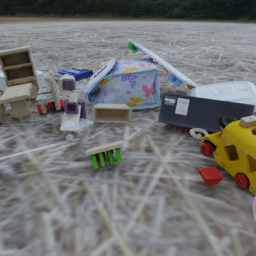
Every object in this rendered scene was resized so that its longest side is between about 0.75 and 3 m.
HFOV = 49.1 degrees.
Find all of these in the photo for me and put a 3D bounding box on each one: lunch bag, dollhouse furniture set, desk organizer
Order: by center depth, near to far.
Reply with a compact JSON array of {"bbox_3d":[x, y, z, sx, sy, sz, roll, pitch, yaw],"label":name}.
[{"bbox_3d":[-0.973,-0.455,8.554,2.249,1.782,1.596,2,41,-3],"label":"dollhouse furniture set"},{"bbox_3d":[2.388,-0.430,8.615,2.658,0.953,1.023,11,8,23],"label":"desk organizer"},{"bbox_3d":[-3.938,-1.663,9.928,2.578,1.954,2.941,-14,24,-10],"label":"dollhouse furniture set"},{"bbox_3d":[-0.226,-1.774,10.838,2.771,1.762,2.350,-6,23,4],"label":"lunch bag"}]

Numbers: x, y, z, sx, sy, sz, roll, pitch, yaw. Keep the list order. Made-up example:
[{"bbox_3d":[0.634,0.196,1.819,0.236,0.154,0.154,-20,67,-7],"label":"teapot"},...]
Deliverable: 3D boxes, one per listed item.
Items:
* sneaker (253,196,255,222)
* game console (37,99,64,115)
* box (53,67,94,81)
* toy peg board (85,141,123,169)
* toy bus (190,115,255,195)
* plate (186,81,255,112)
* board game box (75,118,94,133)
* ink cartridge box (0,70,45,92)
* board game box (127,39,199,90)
[{"bbox_3d":[2.741,1.499,4.610,0.852,1.184,2.265,2,24,8],"label":"sneaker"},{"bbox_3d":[-2.847,-0.791,10.624,0.921,0.634,1.068,22,14,-31],"label":"game console"},{"bbox_3d":[-2.767,-2.813,14.593,1.287,0.344,2.125,17,29,32],"label":"box"},{"bbox_3d":[-0.538,0.673,7.063,0.922,0.451,0.919,-14,2,0],"label":"toy peg board"},{"bbox_3d":[2.735,0.352,6.623,2.449,1.266,2.311,14,33,10],"label":"toy bus"},{"bbox_3d":[3.580,-1.192,10.516,2.748,0.444,2.742,-5,24,14],"label":"plate"},{"bbox_3d":[-1.565,-0.085,9.101,0.525,0.134,0.781,16,30,29],"label":"board game box"},{"bbox_3d":[-4.831,-2.138,12.688,1.714,0.750,1.245,-25,36,-39],"label":"ink cartridge box"},{"bbox_3d":[1.514,-2.499,11.600,2.779,0.359,2.778,42,19,19],"label":"board game box"}]
